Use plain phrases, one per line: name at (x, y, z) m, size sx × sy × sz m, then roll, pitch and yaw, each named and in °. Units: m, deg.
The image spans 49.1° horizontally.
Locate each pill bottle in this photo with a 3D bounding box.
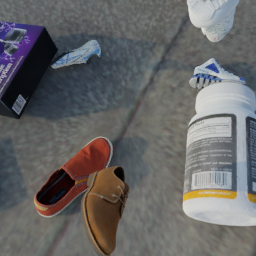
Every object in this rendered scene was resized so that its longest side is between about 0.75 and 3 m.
pill bottle at (2.192, 0.565, 6.359) m, size 1.715 × 1.715 × 2.947 m, roll 8°, pitch 64°, yaw 4°

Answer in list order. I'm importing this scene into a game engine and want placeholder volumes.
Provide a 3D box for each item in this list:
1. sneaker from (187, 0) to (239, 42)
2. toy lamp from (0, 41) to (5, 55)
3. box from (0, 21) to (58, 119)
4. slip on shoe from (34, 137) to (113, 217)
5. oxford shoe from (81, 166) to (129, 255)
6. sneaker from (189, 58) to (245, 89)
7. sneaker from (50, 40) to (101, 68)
sneaker at (1.818, -2.274, 5.681) m, size 0.927 × 1.182 × 2.380 m, roll 7°, pitch 35°, yaw 25°
toy lamp at (-3.375, -1.810, 6.101) m, size 1.624 × 0.473 × 0.473 m, roll 12°, pitch 64°, yaw 24°
box at (-3.357, -1.662, 7.719) m, size 1.771 × 0.990 × 2.510 m, roll 11°, pitch 64°, yaw 19°
slip on shoe at (-1.242, 1.090, 6.663) m, size 0.880 × 0.727 × 2.376 m, roll 39°, pitch 69°, yaw 19°
oxford shoe at (-0.249, 0.986, 3.747) m, size 0.567 × 0.568 × 1.591 m, roll -28°, pitch 25°, yaw 11°
sneaker at (2.572, -1.570, 8.000) m, size 1.525 × 0.616 × 0.881 m, roll 9°, pitch 67°, yaw 6°
sneaker at (-1.545, -2.081, 8.325) m, size 1.567 × 0.568 × 0.563 m, roll -23°, pitch 24°, yaw 1°
